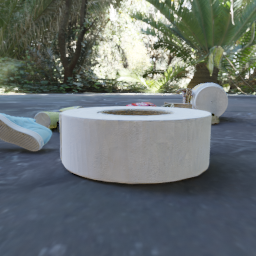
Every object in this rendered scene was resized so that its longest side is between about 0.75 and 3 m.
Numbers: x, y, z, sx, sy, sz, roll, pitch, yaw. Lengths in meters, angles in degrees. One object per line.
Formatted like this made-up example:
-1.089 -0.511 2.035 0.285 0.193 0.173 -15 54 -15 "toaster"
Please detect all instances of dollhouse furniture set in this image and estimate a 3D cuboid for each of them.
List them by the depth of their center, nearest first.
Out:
2.175 -1.121 12.525 1.116 1.307 2.521 3 9 6 "dollhouse furniture set"

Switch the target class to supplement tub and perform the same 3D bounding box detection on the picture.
3.417 -1.170 12.035 1.507 1.507 2.072 1 9 7 "supplement tub"

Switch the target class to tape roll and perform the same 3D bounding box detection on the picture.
0.130 0.149 5.209 2.729 0.954 2.729 0 9 0 "tape roll"

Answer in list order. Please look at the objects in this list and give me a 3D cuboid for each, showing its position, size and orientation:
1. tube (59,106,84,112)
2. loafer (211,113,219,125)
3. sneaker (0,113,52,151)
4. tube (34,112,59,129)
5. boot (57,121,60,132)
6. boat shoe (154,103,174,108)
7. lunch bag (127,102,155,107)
-2.574 -0.763 13.124 0.500 0.558 1.924 -46 27 -22 "tube"
3.108 -0.366 10.424 0.458 0.414 1.212 5 10 31 "loafer"
-2.465 -0.006 6.374 1.612 0.596 0.660 26 34 12 "sneaker"
-2.426 -0.290 9.730 0.663 0.593 2.284 39 10 5 "tube"
-1.813 -0.238 9.039 1.186 0.664 1.715 -9 10 -22 "boot"
1.028 -0.479 10.246 0.800 0.703 2.249 10 14 41 "boat shoe"
0.474 -0.794 12.761 1.368 0.637 1.554 -6 9 -8 "lunch bag"
